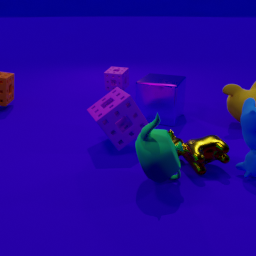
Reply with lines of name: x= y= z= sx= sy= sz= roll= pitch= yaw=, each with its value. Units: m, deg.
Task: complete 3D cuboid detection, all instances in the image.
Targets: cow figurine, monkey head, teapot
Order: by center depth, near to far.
teapot: x=0.661 y=0.464 z=5.632 sx=0.870 sy=1.777 sz=1.105 roll=-21 pitch=34 yaw=12
cow figurine: x=2.818 y=0.260 z=6.110 sx=0.823 sy=1.500 sz=1.476 roll=2 pitch=48 yaw=38
cow figurine: x=1.540 y=0.466 z=6.599 sx=1.364 sy=0.749 sz=1.342 roll=-22 pitch=36 yaw=-5
monkey head: x=3.742 y=-0.823 z=8.432 sx=1.994 sy=1.435 sz=1.202 roll=40 pitch=23 yaw=-5

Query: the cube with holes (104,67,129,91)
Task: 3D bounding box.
cube with holes: x=-0.450 y=-1.997 z=11.488 sx=0.769 sy=0.769 sz=0.769 roll=9 pitch=33 yaw=19

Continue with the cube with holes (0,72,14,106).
cube with holes: x=-4.707 y=-1.432 z=9.973 sx=0.993 sy=0.993 sz=0.993 roll=6 pitch=20 yaw=-8

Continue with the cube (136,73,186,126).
cube: x=1.086 y=-0.972 z=9.213 sx=1.321 sy=1.321 sz=1.321 roll=9 pitch=26 yaw=21

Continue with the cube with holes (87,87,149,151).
cube with holes: x=-0.264 y=-0.265 z=7.334 sx=1.033 sy=1.033 sz=1.033 roll=-38 pitch=28 yaw=-5
